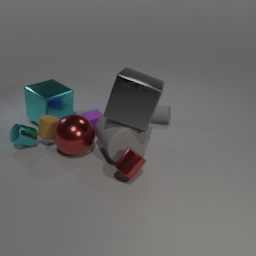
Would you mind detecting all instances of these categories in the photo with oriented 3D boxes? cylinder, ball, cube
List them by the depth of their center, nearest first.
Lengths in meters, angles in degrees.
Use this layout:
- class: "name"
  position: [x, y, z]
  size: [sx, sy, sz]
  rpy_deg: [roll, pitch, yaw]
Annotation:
- class: "cylinder"
  position: [0.070, 1.038, 8.252]
  size: [0.700, 0.700, 0.700]
  rpy_deg: [-53, 44, -1]
- class: "cube"
  position: [0.226, -0.929, 8.792]
  size: [1.400, 1.400, 1.400]
  rpy_deg: [21, 22, 2]
- class: "cylinder"
  position: [-0.243, 0.263, 9.441]
  size: [1.400, 1.400, 1.400]
  rpy_deg: [-11, 33, -19]
- class: "ball"
  position: [-1.834, 0.228, 9.578]
  size: [1.400, 1.400, 1.400]
  rpy_deg: [0, 29, 0]
- class: "cylinder"
  position: [-3.715, 0.256, 9.968]
  size: [0.700, 0.700, 0.700]
  rpy_deg: [30, 7, 42]
- class: "cylinder"
  position: [-2.855, -0.022, 10.087]
  size: [0.700, 0.700, 0.700]
  rpy_deg: [13, 18, -4]
- class: "cube"
  position: [-1.335, -0.223, 10.984]
  size: [0.700, 0.700, 0.700]
  rpy_deg: [-19, 35, -22]
- class: "cube"
  position: [-3.220, -1.000, 11.516]
  size: [1.400, 1.400, 1.400]
  rpy_deg: [29, 38, 29]
- class: "cylinder"
  position: [1.368, -0.592, 11.577]
  size: [0.700, 0.700, 0.700]
  rpy_deg: [2, 29, 18]
